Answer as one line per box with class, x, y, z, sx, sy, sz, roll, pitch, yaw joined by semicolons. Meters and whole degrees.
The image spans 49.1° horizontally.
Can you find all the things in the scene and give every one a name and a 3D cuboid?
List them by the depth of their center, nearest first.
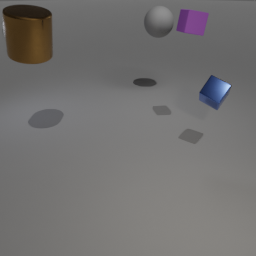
cylinder;-3.067;-2.912;8.694;1.400;1.400;1.400;7;37;-5
cube;2.728;-1.104;8.834;0.700;0.700;0.700;34;-5;19
cube;2.095;-3.465;9.171;0.700;0.700;0.700;3;23;-16
ball;1.453;-4.978;13.168;1.400;1.400;1.400;0;28;0
